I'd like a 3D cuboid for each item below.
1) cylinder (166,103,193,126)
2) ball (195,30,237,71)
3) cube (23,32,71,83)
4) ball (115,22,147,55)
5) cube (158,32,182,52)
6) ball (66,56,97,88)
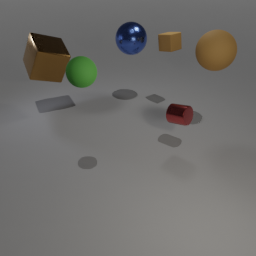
[{"bbox_3d":[1.794,-0.470,9.723,0.700,0.700,0.700,14,31,40],"label":"cylinder"},{"bbox_3d":[3.080,-2.710,9.818,1.400,1.400,1.400,0,29,0],"label":"ball"},{"bbox_3d":[-3.443,-2.930,11.781,1.400,1.400,1.400,-1,47,-36],"label":"cube"},{"bbox_3d":[0.141,-3.931,12.314,1.400,1.400,1.400,0,29,0],"label":"ball"},{"bbox_3d":[1.769,-3.634,11.803,0.700,0.700,0.700,-25,30,-35],"label":"cube"},{"bbox_3d":[-1.042,-1.253,6.277,0.700,0.700,0.700,0,29,0],"label":"ball"}]
